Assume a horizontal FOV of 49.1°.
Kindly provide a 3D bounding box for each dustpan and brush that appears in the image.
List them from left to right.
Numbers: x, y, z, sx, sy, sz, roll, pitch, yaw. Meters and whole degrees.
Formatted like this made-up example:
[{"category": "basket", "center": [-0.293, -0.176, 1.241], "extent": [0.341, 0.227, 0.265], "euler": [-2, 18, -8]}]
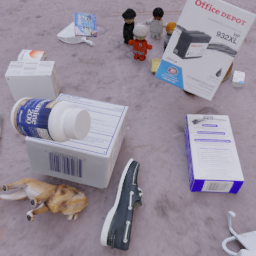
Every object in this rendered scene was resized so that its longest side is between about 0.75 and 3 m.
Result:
[{"category": "dustpan and brush", "center": [-2.574, -4.847, 14.888], "extent": [2.060, 0.589, 1.437], "euler": [27, 64, 30]}]

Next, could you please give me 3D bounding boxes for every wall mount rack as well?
[{"category": "wall mount rack", "center": [3.773, 2.752, 7.177], "extent": [2.494, 0.930, 2.167], "euler": [-9, 12, -8]}]

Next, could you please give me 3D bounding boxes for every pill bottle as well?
[{"category": "pill bottle", "center": [-1.668, -0.168, 6.140], "extent": [1.599, 0.887, 0.887], "euler": [8, 47, 23]}]

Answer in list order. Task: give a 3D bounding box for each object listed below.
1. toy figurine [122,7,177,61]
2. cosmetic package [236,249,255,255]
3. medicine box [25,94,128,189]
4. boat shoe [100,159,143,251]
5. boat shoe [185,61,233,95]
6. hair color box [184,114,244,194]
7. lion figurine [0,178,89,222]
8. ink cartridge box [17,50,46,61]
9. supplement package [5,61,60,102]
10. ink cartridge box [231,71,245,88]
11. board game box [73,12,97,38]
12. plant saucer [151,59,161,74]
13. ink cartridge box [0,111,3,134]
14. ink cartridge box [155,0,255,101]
[{"category": "toy figurine", "center": [1.063, -4.834, 13.955], "extent": [2.522, 1.782, 2.562], "euler": [-13, 49, -12]}, {"category": "cosmetic package", "center": [3.023, 4.036, 6.053], "extent": [1.628, 1.638, 1.957], "euler": [11, 49, 10]}, {"category": "medicine box", "center": [-1.507, 0.291, 9.202], "extent": [2.496, 1.410, 2.740], "euler": [12, 38, 6]}, {"category": "boat shoe", "center": [0.020, 2.182, 8.228], "extent": [0.816, 1.023, 2.705], "euler": [12, 61, 12]}, {"category": "boat shoe", "center": [3.660, -2.526, 12.328], "extent": [2.979, 1.100, 1.127], "euler": [-36, 57, -28]}, {"category": "hair color box", "center": [2.788, 0.794, 9.495], "extent": [1.506, 0.893, 2.756], "euler": [2, 50, 3]}, {"category": "lion figurine", "center": [-2.657, 1.947, 8.350], "extent": [2.760, 1.000, 1.690], "euler": [20, 17, 26]}, {"category": "ink cartridge box", "center": [-4.772, -3.230, 13.481], "extent": [1.168, 0.361, 1.440], "euler": [6, 46, 6]}, {"category": "supplement package", "center": [-3.861, -1.903, 11.565], "extent": [1.792, 1.396, 0.994], "euler": [0, 48, 0]}, {"category": "ink cartridge box", "center": [4.949, -2.190, 12.580], "extent": [0.480, 0.283, 0.834], "euler": [15, 50, 13]}, {"category": "board game box", "center": [-1.904, -4.590, 12.507], "extent": [0.993, 0.217, 0.998], "euler": [-5, 89, -24]}, {"category": "plant saucer", "center": [1.618, -2.857, 13.213], "extent": [1.007, 0.244, 1.007], "euler": [5, 47, 4]}, {"category": "ink cartridge box", "center": [-5.724, 0.290, 10.259], "extent": [1.978, 0.402, 1.975], "euler": [-8, 49, -8]}, {"category": "ink cartridge box", "center": [2.303, -2.557, 8.759], "extent": [1.990, 2.743, 1.148], "euler": [24, 25, 2]}]
